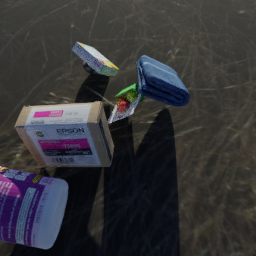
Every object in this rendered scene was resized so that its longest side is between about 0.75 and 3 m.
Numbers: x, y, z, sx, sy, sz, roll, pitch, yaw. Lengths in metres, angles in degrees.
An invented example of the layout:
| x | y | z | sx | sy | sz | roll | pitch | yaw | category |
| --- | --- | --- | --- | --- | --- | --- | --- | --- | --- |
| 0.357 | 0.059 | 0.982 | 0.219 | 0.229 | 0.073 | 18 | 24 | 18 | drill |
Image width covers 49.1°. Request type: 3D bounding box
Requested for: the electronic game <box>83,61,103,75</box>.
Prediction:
| x | y | z | sx | sy | sz | roll | pitch | yaw | category |
| --- | --- | --- | --- | --- | --- | --- | --- | --- | --- |
| -1.108 | -2.226 | 10.045 | 1.015 | 0.211 | 1.015 | 8 | 47 | -8 | electronic game |

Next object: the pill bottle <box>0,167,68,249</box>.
| x | y | z | sx | sy | sz | roll | pitch | yaw | category |
| --- | --- | --- | --- | --- | --- | --- | --- | --- | --- |
| -2.818 | 1.624 | 6.141 | 2.719 | 1.527 | 1.527 | 12 | 53 | -2 | pill bottle |

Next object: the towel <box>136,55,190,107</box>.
| x | y | z | sx | sy | sz | roll | pitch | yaw | category |
| --- | --- | --- | --- | --- | --- | --- | --- | --- | --- |
| 0.955 | -1.429 | 8.384 | 1.431 | 0.622 | 2.563 | 21 | 24 | -12 | towel |

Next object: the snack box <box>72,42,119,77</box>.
| x | y | z | sx | sy | sz | roll | pitch | yaw | category |
| --- | --- | --- | --- | --- | --- | --- | --- | --- | --- |
| -1.079 | -2.290 | 9.400 | 1.382 | 0.366 | 0.983 | 42 | 19 | 19 | snack box |

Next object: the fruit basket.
| x | y | z | sx | sy | sz | roll | pitch | yaw | category |
| --- | --- | --- | --- | --- | --- | --- | --- | --- | --- |
| -0.021 | -0.692 | 8.502 | 1.204 | 0.609 | 1.299 | -21 | 40 | 43 | fruit basket |

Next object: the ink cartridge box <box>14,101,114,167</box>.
| x | y | z | sx | sy | sz | roll | pitch | yaw | category |
| --- | --- | --- | --- | --- | --- | --- | --- | --- | --- |
| -1.501 | 0.230 | 7.036 | 2.026 | 1.669 | 0.761 | -2 | 48 | 10 | ink cartridge box |
